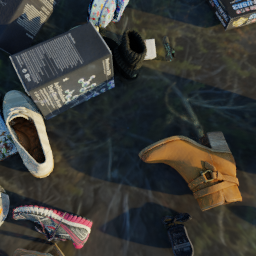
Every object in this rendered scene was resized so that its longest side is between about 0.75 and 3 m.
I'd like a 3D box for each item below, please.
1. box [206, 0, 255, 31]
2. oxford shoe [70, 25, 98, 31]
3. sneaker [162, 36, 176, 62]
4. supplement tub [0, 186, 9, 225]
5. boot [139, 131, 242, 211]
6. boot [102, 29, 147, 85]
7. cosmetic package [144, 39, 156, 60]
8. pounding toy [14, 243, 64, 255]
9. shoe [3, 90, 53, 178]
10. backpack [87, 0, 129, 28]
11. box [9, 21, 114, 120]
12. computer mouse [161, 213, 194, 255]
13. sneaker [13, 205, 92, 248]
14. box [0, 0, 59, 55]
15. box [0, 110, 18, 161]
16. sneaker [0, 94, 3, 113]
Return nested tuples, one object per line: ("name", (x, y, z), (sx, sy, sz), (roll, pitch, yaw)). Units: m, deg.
("box", (4.298, -5.167, 10.383), (2.816, 0.700, 2.795), (-19, 70, -7))
("oxford shoe", (-1.822, -2.858, 9.539), (0.849, 0.652, 2.258), (22, 54, 25))
("sneaker", (1.402, -2.673, 9.432), (0.323, 0.339, 0.856), (-22, 103, -47))
("supplement tub", (-3.992, 1.799, 6.698), (1.488, 2.429, 1.488), (0, 69, 0))
("boot", (1.740, 1.277, 7.784), (2.640, 1.012, 2.049), (-6, 70, -12))
("boot", (-0.250, -2.532, 8.805), (0.793, 1.575, 2.107), (-37, 74, -21))
("cosmetic package", (0.652, -2.501, 8.979), (0.405, 1.095, 0.557), (-7, 102, 1))
("pounding toy", (-2.189, 3.610, 7.063), (1.787, 1.025, 1.022), (5, 96, 12))
("shoe", (-2.944, 0.005, 8.241), (1.038, 0.793, 2.970), (-24, 71, -15))
("backpack", (-0.701, -4.197, 9.576), (1.099, 1.492, 1.634), (26, 69, -7))
("box", (-1.812, -1.639, 8.361), (2.501, 1.856, 1.339), (-28, 71, -10))
("computer mouse", (1.387, 2.917, 7.436), (0.841, 0.320, 1.214), (-9, 57, -1))
("sneaker", (-2.023, 2.507, 7.290), (2.079, 0.838, 0.776), (13, 71, 5))
("box", (-4.086, -4.027, 9.162), (2.428, 1.450, 2.469), (34, 93, 13))
("box", (-4.034, 0.236, 8.247), (1.064, 0.294, 1.558), (-27, 87, -10))
("sneaker", (-4.131, -0.487, 8.720), (0.592, 0.341, 1.135), (-18, 66, -1))
